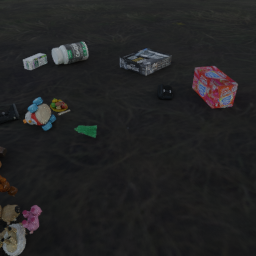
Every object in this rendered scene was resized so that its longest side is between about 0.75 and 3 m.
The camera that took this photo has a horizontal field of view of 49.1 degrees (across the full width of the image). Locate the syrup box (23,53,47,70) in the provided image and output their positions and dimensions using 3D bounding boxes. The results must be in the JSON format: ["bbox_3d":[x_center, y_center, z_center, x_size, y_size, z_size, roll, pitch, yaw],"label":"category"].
[{"bbox_3d":[-5.763,-4.142,17.430,0.588,0.569,1.445,17,37,24],"label":"syrup box"}]

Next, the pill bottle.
[{"bbox_3d":[-3.673,-4.726,17.784,2.056,1.163,1.163,-21,39,-28],"label":"pill bottle"}]

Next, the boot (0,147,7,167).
[{"bbox_3d":[-4.931,1.112,9.673,1.072,0.515,1.467,-2,32,8],"label":"boot"}]

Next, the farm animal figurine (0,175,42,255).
[{"bbox_3d":[-3.234,2.443,7.188,2.283,1.148,1.844,32,64,34],"label":"farm animal figurine"}]

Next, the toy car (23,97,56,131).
[{"bbox_3d":[-3.902,-0.427,11.679,1.242,1.145,1.099,-22,28,19],"label":"toy car"}]

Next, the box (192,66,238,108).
[{"bbox_3d":[4.173,-2.048,13.718,1.136,1.186,2.379,-7,34,-10],"label":"box"}]

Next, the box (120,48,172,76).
[{"bbox_3d":[1.108,-4.137,17.334,2.061,0.650,2.613,28,42,34],"label":"box"}]

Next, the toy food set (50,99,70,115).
[{"bbox_3d":[-3.186,-1.091,13.001,0.699,0.388,1.188,-21,39,-29],"label":"toy food set"}]

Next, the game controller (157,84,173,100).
[{"bbox_3d":[1.896,-1.834,14.290,0.763,0.308,1.463,16,34,-3],"label":"game controller"}]

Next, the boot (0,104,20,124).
[{"bbox_3d":[-5.532,-0.575,12.244,1.343,0.441,1.107,-20,36,-20],"label":"boot"}]

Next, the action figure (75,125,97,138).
[{"bbox_3d":[-1.657,0.089,10.889,0.845,0.231,0.499,9,69,-20],"label":"action figure"}]
